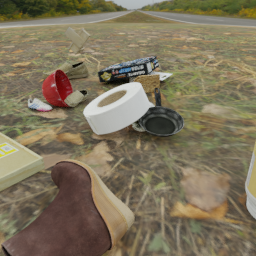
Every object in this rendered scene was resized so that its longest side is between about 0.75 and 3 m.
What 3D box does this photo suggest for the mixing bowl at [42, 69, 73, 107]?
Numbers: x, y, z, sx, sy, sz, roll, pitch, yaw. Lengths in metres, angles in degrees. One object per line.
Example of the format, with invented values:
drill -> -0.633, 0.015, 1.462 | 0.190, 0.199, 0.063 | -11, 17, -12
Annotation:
mixing bowl -> -3.168, -1.636, 12.334 | 0.914, 1.688, 1.688 | -14, 23, 14

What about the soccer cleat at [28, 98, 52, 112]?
soccer cleat -> -3.806, -1.001, 12.014 | 1.132, 0.489, 0.395 | 8, 27, 15

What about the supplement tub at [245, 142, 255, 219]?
supplement tub -> 3.425, 1.010, 6.070 | 1.489, 2.048, 1.489 | 0, 26, 0

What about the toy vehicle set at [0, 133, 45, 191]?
toy vehicle set -> -3.973, 0.902, 8.223 | 2.757, 0.365, 1.713 | 21, 33, 36

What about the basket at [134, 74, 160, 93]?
basket -> 0.928, -2.368, 14.319 | 1.261, 0.939, 0.900 | -10, 28, -18

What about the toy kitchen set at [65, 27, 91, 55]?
toy kitchen set -> -1.550, -2.807, 8.666 | 0.620, 0.760, 0.686 | 41, 26, -8

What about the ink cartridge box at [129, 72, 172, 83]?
ink cartridge box -> 1.293, -2.773, 15.701 | 1.965, 0.561, 1.597 | 17, 30, 24

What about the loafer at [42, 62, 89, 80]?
loafer -> -3.653, -3.316, 16.256 | 2.786, 0.939, 1.059 | -16, 30, -29

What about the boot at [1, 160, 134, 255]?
boot -> -1.498, 1.728, 5.789 | 2.298, 0.999, 2.762 | -22, 36, -40

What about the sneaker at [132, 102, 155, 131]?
sneaker -> 0.538, -0.467, 10.684 | 1.092, 0.696, 1.890 | -6, 28, -19

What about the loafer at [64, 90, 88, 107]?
loafer -> -2.313, -1.408, 12.637 | 0.565, 0.510, 1.494 | 37, 33, 5

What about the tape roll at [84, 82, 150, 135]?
tape roll -> -0.420, -0.737, 10.097 | 2.335, 0.817, 2.335 | -22, 24, 10

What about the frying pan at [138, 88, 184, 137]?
frying pan -> 0.931, -0.518, 9.976 | 1.562, 0.420, 2.582 | -13, 42, -19

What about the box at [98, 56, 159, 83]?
box -> 0.053, -3.289, 15.631 | 2.874, 0.661, 2.285 | -6, 20, 22
